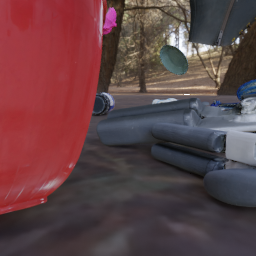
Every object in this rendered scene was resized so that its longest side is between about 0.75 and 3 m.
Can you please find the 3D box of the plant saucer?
[{"bbox_3d":[1.659,-2.423,9.799,0.237,1.229,1.229,-44,29,-23],"label":"plant saucer"}]

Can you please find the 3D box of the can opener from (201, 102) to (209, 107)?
[{"bbox_3d":[3.423,-1.118,13.779,1.137,0.380,0.303,4,9,27],"label":"can opener"}]

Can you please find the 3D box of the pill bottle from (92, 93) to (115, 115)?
[{"bbox_3d":[-1.032,-0.932,10.791,0.837,0.837,1.496,1,8,9],"label":"pill bottle"}]

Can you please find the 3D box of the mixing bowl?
[{"bbox_3d":[-1.180,-0.054,1.739,2.365,1.281,2.365,-12,-10,-2],"label":"mixing bowl"}]

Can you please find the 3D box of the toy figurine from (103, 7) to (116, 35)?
[{"bbox_3d":[-0.979,-2.807,7.076,1.351,1.468,1.102,-10,35,22],"label":"toy figurine"}]

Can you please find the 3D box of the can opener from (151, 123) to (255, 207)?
[{"bbox_3d":[0.776,0.290,2.994,0.725,0.578,2.168,-3,7,-28],"label":"can opener"}]

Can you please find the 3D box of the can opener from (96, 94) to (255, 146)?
[{"bbox_3d":[0.940,0.095,4.384,2.964,0.991,0.791,-6,26,30],"label":"can opener"}]

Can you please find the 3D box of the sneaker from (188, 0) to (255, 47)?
[{"bbox_3d":[2.464,-2.464,5.633,2.884,1.532,1.078,-5,25,-14],"label":"sneaker"}]

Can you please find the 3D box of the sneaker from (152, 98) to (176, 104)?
[{"bbox_3d":[1.901,-1.126,13.664,1.393,0.533,0.563,-7,23,-22],"label":"sneaker"}]

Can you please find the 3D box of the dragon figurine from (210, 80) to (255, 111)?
[{"bbox_3d":[3.238,-0.701,6.968,1.303,0.771,2.621,8,-26,-31],"label":"dragon figurine"}]
